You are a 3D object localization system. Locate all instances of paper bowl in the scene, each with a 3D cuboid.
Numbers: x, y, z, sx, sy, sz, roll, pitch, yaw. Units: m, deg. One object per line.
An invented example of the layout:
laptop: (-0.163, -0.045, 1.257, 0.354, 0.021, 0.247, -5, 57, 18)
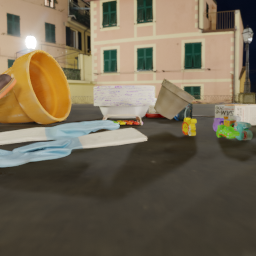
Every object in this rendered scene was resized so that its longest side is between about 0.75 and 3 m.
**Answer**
paper bowl: (-0.155, -1.081, 11.507, 2.512, 1.306, 2.512, 0, 6, 0)

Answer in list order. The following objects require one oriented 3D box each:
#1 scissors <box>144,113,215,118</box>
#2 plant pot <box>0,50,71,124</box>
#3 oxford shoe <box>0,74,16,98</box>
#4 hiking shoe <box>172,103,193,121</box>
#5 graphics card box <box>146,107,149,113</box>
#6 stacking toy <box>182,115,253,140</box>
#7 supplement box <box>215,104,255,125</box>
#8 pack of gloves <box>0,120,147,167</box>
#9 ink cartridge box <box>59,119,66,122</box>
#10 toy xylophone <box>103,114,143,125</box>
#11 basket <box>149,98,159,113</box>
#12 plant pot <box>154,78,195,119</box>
scissors: (2.122, -0.536, 11.603, 2.997, 0.209, 1.096, 0, 3, 6)
plant pot: (-3.154, -1.037, 8.563, 1.978, 2.161, 2.161, -14, 2, 17)
oxford shoe: (-4.049, -0.827, 6.614, 2.720, 0.987, 0.968, -21, 32, -2)
hiking shoe: (2.003, -0.620, 10.404, 0.731, 0.627, 1.686, 3, 7, 17)
graphics card box: (0.564, -0.943, 14.851, 1.415, 0.360, 0.887, 3, 6, 19)
stacking toy: (2.045, 0.037, 5.549, 1.288, 0.401, 1.708, -4, 9, -18)
supplement box: (3.633, -0.415, 8.482, 1.654, 0.608, 1.042, -2, 6, -16)
pack of gloves: (-0.925, 0.271, 3.955, 1.987, 0.392, 1.669, -9, 14, -16)
ink cartridge box: (-2.671, -0.405, 9.646, 0.928, 0.349, 0.765, 0, 6, 5)
toy xylophone: (-0.195, -0.251, 8.379, 1.251, 0.314, 0.916, -1, 6, -5)
basket: (1.519, -1.014, 13.331, 0.823, 0.749, 1.214, 9, 8, 26)
plant pot: (1.148, -0.728, 7.505, 0.962, 0.835, 0.962, 32, 13, -8)
